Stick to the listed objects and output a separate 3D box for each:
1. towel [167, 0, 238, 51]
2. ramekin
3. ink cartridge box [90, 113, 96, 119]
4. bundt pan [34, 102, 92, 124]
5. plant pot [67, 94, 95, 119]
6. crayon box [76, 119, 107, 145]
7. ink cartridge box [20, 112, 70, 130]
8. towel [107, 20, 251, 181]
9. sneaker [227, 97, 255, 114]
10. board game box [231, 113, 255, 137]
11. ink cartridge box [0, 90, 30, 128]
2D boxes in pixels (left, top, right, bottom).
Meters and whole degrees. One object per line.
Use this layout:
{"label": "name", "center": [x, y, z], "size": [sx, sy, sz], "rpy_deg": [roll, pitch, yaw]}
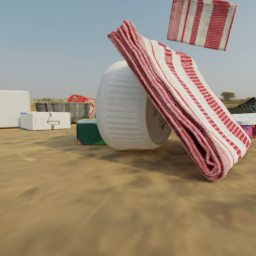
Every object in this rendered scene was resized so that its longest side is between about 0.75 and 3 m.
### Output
{"label": "towel", "center": [1.705, -2.497, 6.666], "size": [1.516, 1.092, 0.172], "rpy_deg": [19, 35, 21]}
{"label": "ramekin", "center": [0.198, -0.310, 4.068], "size": [0.696, 1.326, 1.326], "rpy_deg": [6, 7, 30]}
{"label": "ink cartridge box", "center": [-0.984, -0.583, 14.019], "size": [1.902, 0.399, 1.135], "rpy_deg": [2, 4, -11]}
{"label": "bundt pan", "center": [-2.575, -0.607, 11.219], "size": [2.273, 0.853, 2.273], "rpy_deg": [0, 5, 0]}
{"label": "plant pot", "center": [-2.584, -1.126, 15.459], "size": [1.215, 1.334, 1.334], "rpy_deg": [12, 9, 28]}
{"label": "crayon box", "center": [-0.069, 0.043, 5.303], "size": [1.670, 0.424, 1.060], "rpy_deg": [-1, 4, -1]}
{"label": "ink cartridge box", "center": [-2.444, -0.219, 8.314], "size": [1.190, 0.502, 0.869], "rpy_deg": [-4, 6, -44]}
{"label": "towel", "center": [0.912, -0.366, 3.594], "size": [0.281, 1.779, 2.469], "rpy_deg": [-39, -15, 26]}
{"label": "sneaker", "center": [5.238, -0.827, 12.044], "size": [2.847, 1.166, 1.042], "rpy_deg": [-1, 5, -5]}
{"label": "board game box", "center": [3.334, -0.140, 7.312], "size": [2.869, 0.371, 2.870], "rpy_deg": [-3, 5, -15]}
{"label": "ink cartridge box", "center": [-4.586, -0.611, 9.153], "size": [2.000, 1.154, 2.737], "rpy_deg": [-3, 5, -36]}
